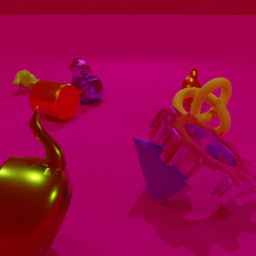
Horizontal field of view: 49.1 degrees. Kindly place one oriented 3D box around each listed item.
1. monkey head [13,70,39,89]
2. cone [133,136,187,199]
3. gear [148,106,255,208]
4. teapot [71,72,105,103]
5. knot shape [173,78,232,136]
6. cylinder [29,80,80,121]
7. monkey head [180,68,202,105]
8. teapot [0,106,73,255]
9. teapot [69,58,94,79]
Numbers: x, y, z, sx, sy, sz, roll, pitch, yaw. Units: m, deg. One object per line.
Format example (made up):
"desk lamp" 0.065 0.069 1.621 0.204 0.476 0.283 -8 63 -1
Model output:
"monkey head" -3.639 -1.601 9.818 1.078 0.650 0.775 -8 43 27
"cone" 0.380 0.442 4.382 0.950 0.954 0.950 -35 26 20
"gear" 1.215 0.382 4.479 1.908 0.353 1.908 28 24 -14
"teapot" -1.320 -1.329 8.884 1.143 0.900 1.839 -6 22 -6
"knot shape" 1.774 -0.374 6.268 1.367 1.280 0.632 -22 11 9
"cylinder" -1.971 -0.757 7.533 0.968 0.968 0.968 14 27 28
"monkey head" 2.034 -1.133 8.512 0.908 1.262 0.760 6 -19 -6
"teapot" -1.218 0.796 3.031 1.017 2.077 1.292 30 3 -14
"teapot" -1.762 -2.039 10.324 0.766 0.972 1.564 -40 -6 -2
